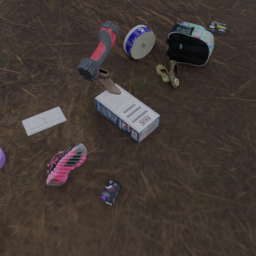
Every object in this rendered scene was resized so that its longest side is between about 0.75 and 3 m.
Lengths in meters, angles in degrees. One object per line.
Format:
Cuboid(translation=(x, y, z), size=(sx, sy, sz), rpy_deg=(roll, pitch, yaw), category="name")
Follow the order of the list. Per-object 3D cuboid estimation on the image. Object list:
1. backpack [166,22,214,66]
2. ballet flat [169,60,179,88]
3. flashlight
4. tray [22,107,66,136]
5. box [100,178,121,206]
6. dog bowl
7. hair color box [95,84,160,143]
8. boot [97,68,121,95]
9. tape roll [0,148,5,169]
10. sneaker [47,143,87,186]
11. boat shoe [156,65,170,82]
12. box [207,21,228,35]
Cuboid(translation=(3.041, -3.967, 13.392), size=(2.060, 1.829, 1.551), rpy_deg=(23, 59, 21), category="backpack")
Cuboid(translation=(2.187, -2.573, 13.095), size=(0.425, 0.618, 1.833), rpy_deg=(-16, 44, 22), category="ballet flat")
Cuboid(translation=(-1.223, -3.231, 11.597), size=(0.922, 0.926, 2.725), rpy_deg=(17, 61, 18), category="flashlight")
Cuboid(translation=(-3.503, -0.344, 11.663), size=(1.666, 0.185, 0.894), rpy_deg=(-24, 57, -17), category="tray")
Cuboid(translation=(-0.583, 2.181, 9.589), size=(0.465, 0.403, 0.760), rpy_deg=(19, 55, 14), category="box")
Cuboid(translation=(0.574, -4.193, 13.740), size=(1.547, 1.547, 0.609), rpy_deg=(-31, 62, -22), category="dog bowl")
Cuboid(translation=(-0.058, -0.643, 11.512), size=(2.538, 0.768, 1.269), rpy_deg=(38, 62, 25), category="hair color box")
Cuboid(translation=(-0.742, -1.788, 10.669), size=(1.108, 0.810, 0.389), rpy_deg=(28, 59, 23), category="boot")
Cuboid(translation=(-5.220, 1.162, 10.385), size=(1.181, 0.387, 1.181), rpy_deg=(1, 53, -1), category="tape roll")
Cuboid(translation=(-2.204, 1.075, 9.593), size=(0.818, 2.071, 0.988), rpy_deg=(20, 34, -41), category="sneaker")
Cuboid(translation=(1.706, -2.677, 13.322), size=(0.433, 0.370, 1.181), rpy_deg=(-18, 55, -13), category="boat shoe")
Cuboid(translation=(5.021, -5.625, 15.675), size=(0.955, 0.211, 0.765), rpy_deg=(22, 56, 16), category="box")
